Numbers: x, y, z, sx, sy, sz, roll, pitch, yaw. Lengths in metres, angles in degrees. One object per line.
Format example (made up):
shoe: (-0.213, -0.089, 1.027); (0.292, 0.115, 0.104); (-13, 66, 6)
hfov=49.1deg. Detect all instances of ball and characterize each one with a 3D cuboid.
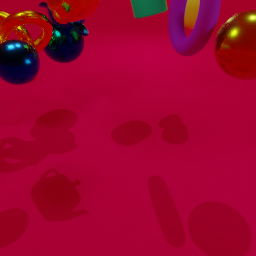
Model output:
ball: (2.068, -1.403, 4.806); (1.146, 1.146, 1.146); (0, 34, 0)
ball: (-1.852, -2.468, 7.990); (1.218, 1.218, 1.218); (0, 34, 0)
ball: (-1.932, -1.138, 4.867); (0.776, 0.776, 0.776); (0, 34, 0)
ball: (1.650, -2.962, 7.279); (0.742, 0.742, 0.742); (0, 34, 0)

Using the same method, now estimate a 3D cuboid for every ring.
ring: (1.166, -2.168, 5.161); (0.330, 1.652, 1.652); (0, 33, -15)

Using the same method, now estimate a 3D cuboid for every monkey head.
monkey head: (-1.686, -3.014, 6.893); (1.846, 1.112, 1.328); (38, 36, 23)

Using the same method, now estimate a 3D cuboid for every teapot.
teapot: (-0.951, -2.684, 5.377); (0.955, 1.951, 1.213); (-6, 71, -40)

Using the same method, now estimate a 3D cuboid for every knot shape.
knot shape: (-2.823, -2.075, 6.644); (1.744, 1.864, 0.861); (20, 27, -19)

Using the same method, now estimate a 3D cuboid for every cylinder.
cylinder: (0.510, -3.451, 7.348); (0.904, 0.904, 0.904); (-13, 25, 6)
